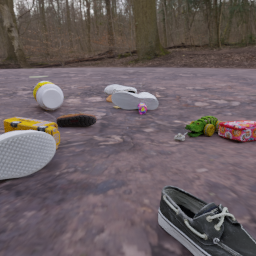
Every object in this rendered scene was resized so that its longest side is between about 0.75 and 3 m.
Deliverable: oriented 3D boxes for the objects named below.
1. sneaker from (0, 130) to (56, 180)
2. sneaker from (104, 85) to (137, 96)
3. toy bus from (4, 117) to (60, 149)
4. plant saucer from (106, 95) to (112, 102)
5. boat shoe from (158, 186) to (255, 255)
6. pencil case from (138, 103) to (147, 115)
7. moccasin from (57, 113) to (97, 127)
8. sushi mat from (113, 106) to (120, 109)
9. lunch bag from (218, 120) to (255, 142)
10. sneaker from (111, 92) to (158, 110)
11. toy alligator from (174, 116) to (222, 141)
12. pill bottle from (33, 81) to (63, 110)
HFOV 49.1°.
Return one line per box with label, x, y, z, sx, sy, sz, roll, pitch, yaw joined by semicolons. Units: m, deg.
sneaker;-2.745;0.517;5.489;1.071;0.967;2.615;20;24;40
sneaker;-0.413;-2.045;15.597;1.858;0.685;1.074;1;12;-1
toy bus;-2.578;0.134;7.607;1.904;0.620;0.745;8;16;29
plant saucer;-0.435;-1.546;14.555;1.390;0.260;1.390;1;15;0
boat shoe;1.022;1.255;3.481;0.636;0.573;1.799;-11;19;-36
pencil case;0.586;-0.819;11.645;0.385;0.385;0.870;0;14;1
moccasin;-1.723;-0.274;9.499;1.335;0.488;0.515;-8;23;7
sushi mat;-0.244;-0.972;12.803;0.822;0.050;0.393;-9;18;-31
lunch bag;3.300;0.055;8.223;1.203;0.493;1.060;-4;12;-22
sneaker;0.311;-1.256;12.653;2.068;0.762;1.195;10;15;1
toy alligator;2.198;-0.055;8.464;2.175;0.522;0.721;-13;19;-40
pill bottle;-3.539;-1.438;12.435;1.138;1.138;2.083;-7;16;-23
